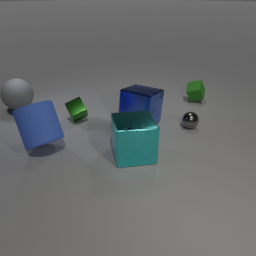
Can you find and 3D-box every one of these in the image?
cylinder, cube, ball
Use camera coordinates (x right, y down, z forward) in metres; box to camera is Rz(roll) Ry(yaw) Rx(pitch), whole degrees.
[{"bbox_3d":[-3.135,-0.108,9.873,1.400,1.400,1.400,-19,3,1],"label":"cylinder"},{"bbox_3d":[0.551,-0.942,11.771,1.400,1.400,1.400,15,24,25],"label":"cube"},{"bbox_3d":[3.359,-1.847,13.865,0.700,0.700,0.700,-6,49,31],"label":"cube"},{"bbox_3d":[-4.980,-1.511,12.603,1.400,1.400,1.400,0,28,0],"label":"ball"},{"bbox_3d":[-2.191,-0.775,11.962,0.700,0.700,0.700,-28,72,-13],"label":"cube"},{"bbox_3d":[2.573,-0.320,11.555,0.700,0.700,0.700,0,28,0],"label":"ball"},{"bbox_3d":[0.198,0.339,9.581,1.400,1.400,1.400,-5,28,-9],"label":"cube"}]
